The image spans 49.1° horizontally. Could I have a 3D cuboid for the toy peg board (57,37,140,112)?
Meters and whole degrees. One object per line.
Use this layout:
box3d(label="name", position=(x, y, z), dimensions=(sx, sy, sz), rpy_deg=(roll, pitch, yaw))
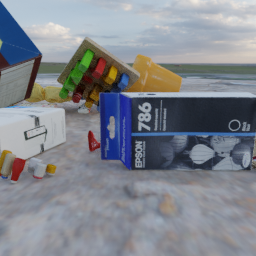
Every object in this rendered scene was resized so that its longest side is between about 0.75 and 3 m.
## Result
box3d(label="toy peg board", position=(-1.110, -1.415, 9.254), dimensions=(2.124, 2.133, 1.043), rpy_deg=(32, 44, -20))

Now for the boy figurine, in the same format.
box3d(label="boy figurine", position=(-2.608, -1.335, 10.525), dimensions=(2.658, 0.856, 1.652), rpy_deg=(2, 7, -22))

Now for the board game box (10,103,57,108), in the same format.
box3d(label="board game box", position=(-3.363, -0.546, 9.314), dimensions=(1.720, 0.398, 1.303), rpy_deg=(0, 13, 1))

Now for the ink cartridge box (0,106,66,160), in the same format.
box3d(label="ink cartridge box", position=(-2.409, 0.090, 5.697), dimensions=(1.425, 0.823, 1.952), rpy_deg=(5, 14, 21))

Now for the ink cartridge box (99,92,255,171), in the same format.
box3d(label="ink cartridge box", position=(0.801, 0.059, 4.797), dimensions=(2.641, 1.313, 0.518), rpy_deg=(-1, 16, 1))

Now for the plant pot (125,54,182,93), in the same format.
box3d(label="plant pot", position=(0.983, -1.560, 10.738), dimensions=(1.883, 2.056, 2.056), rpy_deg=(17, 14, 2))

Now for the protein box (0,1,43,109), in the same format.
box3d(label="protein box", position=(-3.857, -1.971, 7.986), dimensions=(1.486, 2.187, 2.203), rpy_deg=(-34, -7, -38))

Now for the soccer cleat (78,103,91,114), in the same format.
box3d(label="soccer cleat", position=(-1.618, -0.772, 10.384), dimensions=(0.432, 0.386, 1.115), rpy_deg=(-5, 16, -3))

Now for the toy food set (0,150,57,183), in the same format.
box3d(label="toy food set", position=(-1.655, 0.686, 4.461), dimensions=(0.926, 0.417, 0.442), rpy_deg=(18, -1, -2))

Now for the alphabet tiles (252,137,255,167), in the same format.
box3d(label="alphabet tiles", position=(3.495, 0.308, 5.126), dimensions=(2.727, 0.103, 2.279), rpy_deg=(-13, 13, -6))

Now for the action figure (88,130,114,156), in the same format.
box3d(label="action figure", position=(0.416, 0.122, 6.172), dimensions=(2.549, 0.659, 0.834), rpy_deg=(-7, 12, -36))
